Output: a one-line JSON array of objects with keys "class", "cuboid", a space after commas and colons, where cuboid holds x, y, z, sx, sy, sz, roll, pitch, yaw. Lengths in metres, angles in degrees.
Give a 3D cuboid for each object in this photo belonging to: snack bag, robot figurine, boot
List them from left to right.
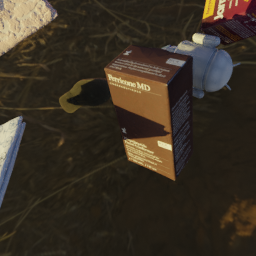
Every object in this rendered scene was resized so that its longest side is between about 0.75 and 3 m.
[{"class": "snack bag", "cuboid": [-3.001, 1.108, 4.931, 2.545, 0.272, 2.400, -21, 45, 22]}, {"class": "boot", "cuboid": [-0.934, -0.921, 6.899, 0.722, 1.913, 0.704, -44, 112, -39]}, {"class": "robot figurine", "cuboid": [1.649, -1.427, 6.503, 1.709, 1.450, 0.965, 23, 33, 24]}]

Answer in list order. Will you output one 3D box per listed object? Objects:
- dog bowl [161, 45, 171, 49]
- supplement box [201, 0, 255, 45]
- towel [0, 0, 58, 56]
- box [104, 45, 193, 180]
[{"class": "dog bowl", "cuboid": [0.772, -1.816, 7.772, 1.158, 1.158, 0.456, -36, 106, -15]}, {"class": "supplement box", "cuboid": [3.192, -3.192, 6.990, 1.066, 2.488, 1.373, 17, 80, -32]}, {"class": "towel", "cuboid": [-3.014, -2.623, 6.114, 2.198, 2.100, 0.354, -29, 56, 10]}, {"class": "box", "cuboid": [0.529, -0.216, 5.456, 1.265, 2.525, 0.946, 20, 52, 31]}]
